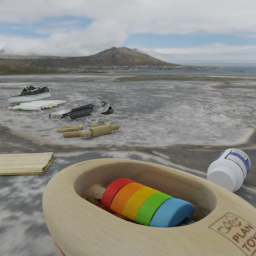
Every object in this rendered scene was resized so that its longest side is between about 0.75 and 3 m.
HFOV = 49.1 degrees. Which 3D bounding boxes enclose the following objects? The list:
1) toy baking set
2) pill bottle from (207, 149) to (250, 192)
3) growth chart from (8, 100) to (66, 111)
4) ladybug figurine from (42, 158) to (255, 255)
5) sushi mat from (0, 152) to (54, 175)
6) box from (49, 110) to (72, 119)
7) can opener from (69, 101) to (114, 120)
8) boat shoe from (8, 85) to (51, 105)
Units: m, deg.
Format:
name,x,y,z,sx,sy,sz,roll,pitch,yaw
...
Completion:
name,x,y,z,sx,sy,sz,roll,pitch,yaw
toy baking set,-1.295,-0.084,9.854,2.513,0.292,1.929,-11,18,-39
pill bottle,1.909,0.847,5.363,0.647,0.647,1.166,9,16,32
growth chart,-4.553,-1.220,14.584,1.965,0.241,2.715,4,15,15
ladybug figurine,0.211,1.167,3.196,1.983,1.051,2.921,-12,19,-41
sushi mat,-3.072,0.826,6.502,2.507,0.152,1.200,-1,13,-4
box,-2.917,-0.615,12.245,0.572,0.180,1.039,4,15,17
can opener,-1.456,-0.599,11.169,1.926,0.644,0.514,-10,45,32
boat shoe,-5.493,-1.890,15.530,0.967,0.871,2.735,-11,8,31
